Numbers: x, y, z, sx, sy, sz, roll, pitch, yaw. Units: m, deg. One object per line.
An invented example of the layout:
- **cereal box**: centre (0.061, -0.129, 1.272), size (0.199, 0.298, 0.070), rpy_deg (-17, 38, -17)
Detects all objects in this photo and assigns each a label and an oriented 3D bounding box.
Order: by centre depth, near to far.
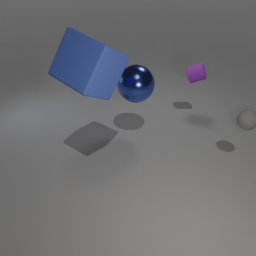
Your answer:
- **cube**: centre (-1.086, -1.762, 7.928), size (1.400, 1.400, 1.400), rpy_deg (32, 13, 22)
- **ball**: centre (3.967, -0.276, 9.271), size (0.700, 0.700, 0.700), rpy_deg (0, 31, 0)
- **ball**: centre (0.292, -1.635, 10.366), size (1.400, 1.400, 1.400), rpy_deg (0, 31, 0)
- **cylinder**: centre (2.910, -2.319, 11.884), size (0.700, 0.700, 0.700), rpy_deg (-14, 25, 25)
